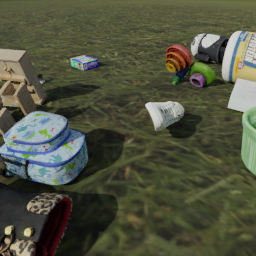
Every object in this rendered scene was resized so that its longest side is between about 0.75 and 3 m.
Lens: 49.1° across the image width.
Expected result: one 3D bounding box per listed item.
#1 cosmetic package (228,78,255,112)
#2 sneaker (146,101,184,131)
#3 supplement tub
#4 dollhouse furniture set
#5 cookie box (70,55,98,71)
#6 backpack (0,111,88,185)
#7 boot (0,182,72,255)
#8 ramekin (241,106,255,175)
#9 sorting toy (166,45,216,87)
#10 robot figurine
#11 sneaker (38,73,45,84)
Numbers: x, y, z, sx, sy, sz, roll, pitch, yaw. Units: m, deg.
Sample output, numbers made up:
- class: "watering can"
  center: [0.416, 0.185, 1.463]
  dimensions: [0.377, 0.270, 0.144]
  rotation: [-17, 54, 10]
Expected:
- class: "cosmetic package"
  center: [4.176, -1.020, 9.306]
  dimensions: [1.378, 0.472, 1.828]
  rotation: [17, 34, 20]
- class: "sneaker"
  center: [0.996, -0.434, 7.296]
  dimensions: [0.867, 0.746, 2.049]
  rotation: [-21, 2, 12]
- class: "supplement tub"
  center: [5.115, -2.471, 10.419]
  dimensions: [2.715, 1.964, 1.964]
  rotation: [17, 34, 27]
- class: "dollhouse furniture set"
  center: [-3.846, -0.730, 8.315]
  dimensions: [2.600, 1.842, 2.831]
  rotation: [8, 52, 15]
- class: "cookie box"
  center: [-2.033, -3.035, 13.008]
  dimensions: [0.863, 0.379, 1.008]
  rotation: [-27, 39, -36]
- class: "backpack"
  center: [-1.770, 0.435, 6.126]
  dimensions: [1.643, 1.208, 1.504]
  rotation: [13, 36, 14]
- class: "boot"
  center: [-2.281, 1.696, 4.080]
  dimensions: [2.152, 1.046, 2.858]
  rotation: [6, 21, 11]
- class: "ramekin"
  center: [3.663, 0.379, 6.220]
  dimensions: [2.267, 1.107, 2.267]
  rotation: [-1, 27, 0]
- class: "sorting toy"
  center: [2.191, -2.129, 10.678]
  dimensions: [0.902, 2.199, 1.321]
  rotation: [-54, 9, -14]
- class: "robot figurine"
  center: [4.062, -3.859, 13.532]
  dimensions: [2.052, 1.280, 1.542]
  rotation: [27, 26, 37]
- class: "sneaker"
  center: [-3.800, -1.931, 11.032]
  dimensions: [0.982, 0.430, 0.362]
  rotation: [-14, 32, -22]
